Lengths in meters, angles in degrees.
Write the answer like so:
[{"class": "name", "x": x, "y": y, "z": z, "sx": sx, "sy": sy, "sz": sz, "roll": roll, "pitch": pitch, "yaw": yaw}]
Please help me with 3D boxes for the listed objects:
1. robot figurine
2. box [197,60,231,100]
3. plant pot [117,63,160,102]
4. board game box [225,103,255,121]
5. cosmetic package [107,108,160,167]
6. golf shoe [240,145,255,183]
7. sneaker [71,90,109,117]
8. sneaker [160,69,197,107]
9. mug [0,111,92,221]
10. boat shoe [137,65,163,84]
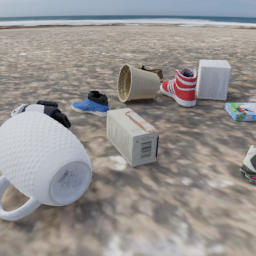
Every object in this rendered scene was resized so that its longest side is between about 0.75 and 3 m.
[{"class": "robot figurine", "x": -3.132, "y": -0.190, "z": 9.923, "sx": 2.086, "sy": 1.301, "sz": 1.567, "roll": 8, "pitch": 18, "yaw": 16}, {"class": "box", "x": 4.327, "y": -2.495, "z": 14.331, "sx": 1.445, "sy": 1.678, "sz": 1.686, "roll": 5, "pitch": 26, "yaw": 9}, {"class": "plant pot", "x": 0.582, "y": -2.137, "z": 13.774, "sx": 1.690, "sy": 1.846, "sz": 1.846, "roll": 2, "pitch": 23, "yaw": -23}, {"class": "board game box", "x": 5.340, "y": -0.715, "z": 12.157, "sx": 1.828, "sy": 0.334, "sz": 1.383, "roll": 1, "pitch": 25, "yaw": -1}, {"class": "cosmetic package", "x": 0.095, "y": 0.230, "z": 9.304, "sx": 0.939, "sy": 1.112, "sz": 2.151, "roll": -10, "pitch": 29, "yaw": -23}, {"class": "golf shoe", "x": 4.324, "y": 0.930, "z": 7.943, "sx": 2.265, "sy": 0.998, "sz": 0.874, "roll": -5, "pitch": 22, "yaw": -17}, {"class": "sneaker", "x": -1.679, "y": -1.195, "z": 12.308, "sx": 1.915, "sy": 1.065, "sz": 0.735, "roll": 14, "pitch": 29, "yaw": 28}, {"class": "sneaker", "x": 2.505, "y": -2.295, "z": 13.899, "sx": 1.062, "sy": 1.677, "sz": 2.982, "roll": -9, "pitch": 27, "yaw": -17}, {"class": "mug", "x": -2.260, "y": 1.077, "z": 6.960, "sx": 2.292, "sy": 1.930, "sz": 2.614, "roll": 28, "pitch": 68, "yaw": 40}, {"class": "boat shoe", "x": 0.813, "y": -3.310, "z": 16.809, "sx": 2.727, "sy": 1.009, "sz": 1.007, "roll": 9, "pitch": 27, "yaw": 18}]
